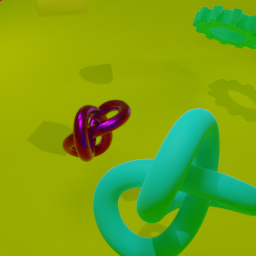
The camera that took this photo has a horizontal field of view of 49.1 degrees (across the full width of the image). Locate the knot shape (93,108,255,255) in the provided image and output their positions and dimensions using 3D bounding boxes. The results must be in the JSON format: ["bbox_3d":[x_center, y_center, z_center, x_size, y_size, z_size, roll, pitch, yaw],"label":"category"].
[{"bbox_3d":[0.504,0.564,2.735,1.751,1.639,0.809,-12,44,-8],"label":"knot shape"}]

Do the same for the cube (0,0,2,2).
[{"bbox_3d":[-3.236,-3.034,5.817,0.827,0.827,0.827,27,53,0],"label":"cube"}]

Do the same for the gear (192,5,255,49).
[{"bbox_3d":[2.790,-2.716,7.679,1.971,0.364,1.971,20,6,-2],"label":"gear"}]

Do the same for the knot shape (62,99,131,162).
[{"bbox_3d":[-0.537,0.104,4.259,0.566,1.146,1.225,41,42,6],"label":"knot shape"}]

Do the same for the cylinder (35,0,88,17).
[{"bbox_3d":[-1.136,-2.319,4.681,0.824,0.824,0.824,-8,46,-11],"label":"cylinder"}]
